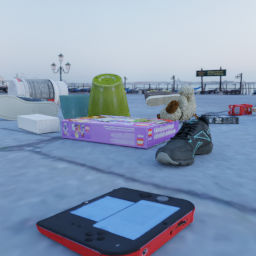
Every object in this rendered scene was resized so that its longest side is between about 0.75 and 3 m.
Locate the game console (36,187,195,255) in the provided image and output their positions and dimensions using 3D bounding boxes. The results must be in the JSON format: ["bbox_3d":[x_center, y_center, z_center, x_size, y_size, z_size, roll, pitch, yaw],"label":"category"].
[{"bbox_3d":[-0.059,0.757,2.396,0.975,0.171,1.102,7,10,39],"label":"game console"}]

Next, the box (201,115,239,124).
[{"bbox_3d":[3.068,-0.293,9.443,1.050,0.229,0.841,0,8,1],"label":"box"}]

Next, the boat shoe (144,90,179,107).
[{"bbox_3d":[1.603,-1.260,11.591,1.889,0.679,0.562,-3,49,-13],"label":"boat shoe"}]

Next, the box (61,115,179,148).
[{"bbox_3d":[-0.176,0.013,6.500,2.284,0.447,1.563,5,10,32],"label":"box"}]

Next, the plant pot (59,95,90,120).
[{"bbox_3d":[-1.728,-0.650,9.472,1.155,0.927,1.155,0,8,0],"label":"plant pot"}]

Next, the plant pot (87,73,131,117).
[{"bbox_3d":[-0.574,-0.857,8.163,1.319,1.270,1.319,1,35,0],"label":"plant pot"}]

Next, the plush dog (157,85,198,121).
[{"bbox_3d":[1.604,-0.550,9.248,1.260,1.177,1.467,-19,-18,-24],"label":"plush dog"}]

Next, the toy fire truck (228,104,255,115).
[{"bbox_3d":[5.328,-0.784,12.009,1.902,0.464,1.341,-7,11,-42],"label":"toy fire truck"}]

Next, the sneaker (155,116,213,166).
[{"bbox_3d":[0.947,0.190,4.683,0.621,0.653,1.648,8,12,33],"label":"sneaker"}]

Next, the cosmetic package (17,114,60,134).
[{"bbox_3d":[-2.511,-0.133,7.768,0.626,0.384,1.516,-7,10,-38],"label":"cosmetic package"}]

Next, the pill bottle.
[{"bbox_3d":[-4.872,-1.862,15.348,2.871,1.635,1.635,-7,11,-39],"label":"pill bottle"}]

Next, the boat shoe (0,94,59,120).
[{"bbox_3d":[-3.851,-0.782,10.401,2.479,0.928,0.767,-2,10,-20],"label":"boat shoe"}]
